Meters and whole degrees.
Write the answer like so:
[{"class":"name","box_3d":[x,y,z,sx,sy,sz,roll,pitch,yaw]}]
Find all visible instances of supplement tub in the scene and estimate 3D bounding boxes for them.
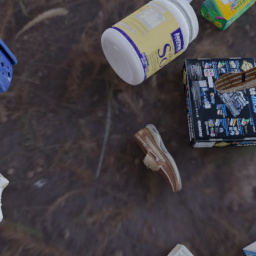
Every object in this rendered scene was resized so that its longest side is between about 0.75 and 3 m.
[{"class":"supplement tub","box_3d":[0.720,-2.906,9.176,2.727,1.983,1.983,-37,74,-12]}]

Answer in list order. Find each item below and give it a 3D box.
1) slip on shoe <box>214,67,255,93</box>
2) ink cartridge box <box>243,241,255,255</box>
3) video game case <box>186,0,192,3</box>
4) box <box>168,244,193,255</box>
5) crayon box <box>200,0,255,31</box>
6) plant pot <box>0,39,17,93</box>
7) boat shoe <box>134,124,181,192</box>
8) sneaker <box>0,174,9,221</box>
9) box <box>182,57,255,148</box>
[{"class":"slip on shoe","box_3d":[3.108,-1.249,7.555,0.491,1.620,0.616,26,65,-31]},{"class":"ink cartridge box","box_3d":[4.098,3.637,7.150,1.223,1.202,1.662,-25,72,-9]},{"class":"video game case","box_3d":[2.173,-5.861,11.232,1.642,0.206,1.804,36,75,12]},{"class":"box","box_3d":[0.988,4.043,7.285,0.812,0.676,1.977,43,75,14]},{"class":"crayon box","box_3d":[3.840,-4.738,10.597,2.000,0.583,1.188,-42,75,-14]},{"class":"plant pot","box_3d":[-3.835,-1.725,7.254,1.385,1.385,1.246,-7,51,22]},{"class":"boat shoe","box_3d":[0.860,0.959,8.414,0.798,0.841,2.222,-24,62,-5]},{"class":"sneaker","box_3d":[-3.834,1.911,8.145,0.878,0.560,1.520,-34,72,-9]},{"class":"box","box_3d":[3.091,-0.881,9.109,2.345,0.679,2.951,-2,70,-1]}]
